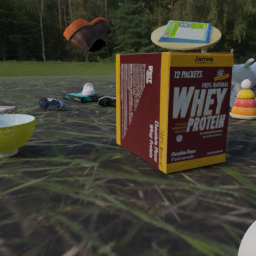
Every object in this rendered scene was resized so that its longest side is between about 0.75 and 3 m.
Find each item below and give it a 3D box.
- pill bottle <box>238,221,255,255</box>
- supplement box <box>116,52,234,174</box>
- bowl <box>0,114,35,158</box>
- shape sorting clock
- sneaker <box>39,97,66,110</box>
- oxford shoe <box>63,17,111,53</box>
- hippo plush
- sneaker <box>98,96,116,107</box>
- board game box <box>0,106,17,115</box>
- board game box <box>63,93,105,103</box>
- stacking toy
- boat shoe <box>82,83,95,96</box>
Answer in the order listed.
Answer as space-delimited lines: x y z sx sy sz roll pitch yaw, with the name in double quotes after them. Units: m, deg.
1.515 1.190 1.977 0.739 0.739 1.307 -7 15 -28 "pill bottle"
0.847 -0.499 6.076 1.469 2.182 2.212 -6 14 -25 "supplement box"
-2.782 0.199 6.194 1.455 0.783 1.455 -1 14 0 "bowl"
2.165 -3.469 10.571 2.580 0.506 2.580 -1 40 0 "shape sorting clock"
-3.348 -1.018 12.324 1.450 0.549 0.558 14 5 32 "sneaker"
-1.086 -2.908 9.085 0.936 0.954 2.630 -38 6 30 "oxford shoe"
5.157 -2.322 12.343 2.249 2.797 2.228 -19 40 -19 "hippo plush"
-0.762 -1.214 13.145 1.257 0.476 0.550 -6 19 -23 "sneaker"
-4.977 -0.482 10.032 1.276 0.390 1.685 1 13 6 "board game box"
-2.466 -1.716 15.596 1.519 0.316 2.245 -10 17 -37 "board game box"
4.344 -1.061 10.271 1.038 1.421 1.038 1 13 0 "stacking toy"
-2.195 -2.140 15.340 0.687 0.623 1.867 -2 13 -12 "boat shoe"
